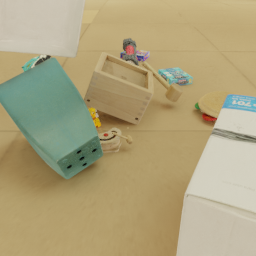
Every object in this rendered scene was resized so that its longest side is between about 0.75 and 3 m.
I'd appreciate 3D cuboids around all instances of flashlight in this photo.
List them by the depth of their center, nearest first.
[{"bbox_3d":[0.033,-3.278,12.357,0.785,0.782,2.309,-3,42,0],"label":"flashlight"}]

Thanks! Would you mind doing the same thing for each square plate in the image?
[{"bbox_3d":[-2.587,-3.365,7.960,2.625,2.600,0.373,-1,39,-25],"label":"square plate"}]

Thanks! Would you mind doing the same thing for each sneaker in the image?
[{"bbox_3d":[-3.527,-2.158,10.858,1.120,1.090,2.811,-19,27,1],"label":"sneaker"}]

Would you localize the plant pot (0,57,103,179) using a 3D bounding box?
[{"bbox_3d":[-1.622,-0.104,6.398,1.581,1.582,2.239,-34,62,-17],"label":"plant pot"}]

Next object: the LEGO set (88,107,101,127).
[{"bbox_3d":[-1.222,-0.229,7.809,0.615,0.662,1.613,19,36,28],"label":"LEGO set"}]

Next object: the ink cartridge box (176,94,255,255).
[{"bbox_3d":[1.748,1.011,4.426,1.229,2.095,2.861,15,35,23],"label":"ink cartridge box"}]

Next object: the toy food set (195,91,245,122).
[{"bbox_3d":[3.035,-0.628,8.658,1.842,0.448,1.823,17,36,25],"label":"toy food set"}]

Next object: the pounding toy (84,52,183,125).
[{"bbox_3d":[0.243,-1.194,8.925,2.809,1.285,2.468,21,31,-9],"label":"pounding toy"}]

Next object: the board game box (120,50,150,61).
[{"bbox_3d":[0.335,-3.542,13.531,1.202,0.269,0.808,13,34,20],"label":"board game box"}]

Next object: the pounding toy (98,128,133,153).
[{"bbox_3d":[-0.477,0.194,7.136,1.132,0.649,0.647,-4,36,-7],"label":"pounding toy"}]

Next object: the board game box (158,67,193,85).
[{"bbox_3d":[1.846,-2.030,11.068,0.924,0.287,1.224,-10,33,-15],"label":"board game box"}]
